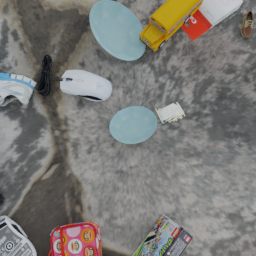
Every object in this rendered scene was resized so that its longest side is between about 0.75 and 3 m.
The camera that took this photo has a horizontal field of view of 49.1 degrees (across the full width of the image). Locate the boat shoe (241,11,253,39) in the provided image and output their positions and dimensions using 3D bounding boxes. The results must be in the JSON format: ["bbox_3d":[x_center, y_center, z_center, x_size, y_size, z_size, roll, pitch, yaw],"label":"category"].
[{"bbox_3d":[4.461,-3.863,10.435,0.404,0.383,1.068,4,78,1],"label":"boat shoe"}]

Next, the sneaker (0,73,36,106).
[{"bbox_3d":[-4.588,-1.362,9.633,2.632,0.987,1.141,10,83,2],"label":"sneaker"}]

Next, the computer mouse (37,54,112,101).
[{"bbox_3d":[-1.871,-1.658,9.852,2.675,0.587,1.467,11,77,3],"label":"computer mouse"}]

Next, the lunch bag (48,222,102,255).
[{"bbox_3d":[-1.651,3.922,8.585,1.698,0.790,1.928,-10,77,3],"label":"lunch bag"}]

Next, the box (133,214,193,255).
[{"bbox_3d":[0.711,3.834,8.172,0.431,1.368,2.485,43,77,-14],"label":"box"}]

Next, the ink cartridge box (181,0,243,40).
[{"bbox_3d":[2.829,-4.670,10.546,2.271,0.648,1.846,-35,80,-11],"label":"ink cartridge box"}]

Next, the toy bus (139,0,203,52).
[{"bbox_3d":[1.575,-4.010,10.058,0.858,1.031,2.635,44,81,6],"label":"toy bus"}]

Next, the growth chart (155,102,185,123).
[{"bbox_3d":[1.496,-0.520,9.865,0.930,0.082,0.673,-20,79,-4],"label":"growth chart"}]

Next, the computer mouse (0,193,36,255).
[{"bbox_3d":[-3.919,3.377,8.787,2.771,0.608,1.520,42,76,14],"label":"computer mouse"}]

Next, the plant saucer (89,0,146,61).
[{"bbox_3d":[-0.405,-3.368,9.933,2.348,0.452,2.348,12,68,-32],"label":"plant saucer"}]

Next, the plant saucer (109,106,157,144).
[{"bbox_3d":[0.190,-0.048,9.446,1.615,0.311,1.615,-6,51,8],"label":"plant saucer"}]
